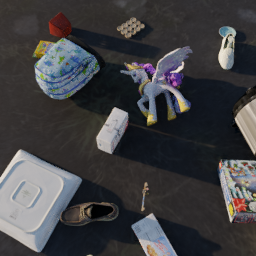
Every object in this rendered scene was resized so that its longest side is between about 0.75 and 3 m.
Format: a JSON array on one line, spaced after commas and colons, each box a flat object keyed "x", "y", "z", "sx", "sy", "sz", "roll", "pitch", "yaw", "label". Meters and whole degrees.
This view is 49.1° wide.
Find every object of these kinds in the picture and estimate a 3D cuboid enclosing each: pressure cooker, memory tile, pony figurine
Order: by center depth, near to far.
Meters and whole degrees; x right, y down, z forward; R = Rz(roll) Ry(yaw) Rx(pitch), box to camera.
[{"x": 4.865, "y": -0.409, "z": 9.472, "sx": 2.198, "sy": 2.232, "sz": 2.499, "roll": -17, "pitch": 63, "yaw": -6, "label": "pressure cooker"}, {"x": 1.277, "y": -1.654, "z": 10.503, "sx": 2.564, "sy": 2.212, "sz": 2.656, "roll": -21, "pitch": 78, "yaw": -1, "label": "pony figurine"}, {"x": 0.144, "y": -4.663, "z": 13.034, "sx": 1.131, "sy": 0.095, "sz": 0.867, "roll": -39, "pitch": 68, "yaw": -20, "label": "memory tile"}]

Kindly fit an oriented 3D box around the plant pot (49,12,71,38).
[{"x": -2.997, "y": -4.545, "z": 12.623, "sx": 0.703, "sy": 0.798, "sz": 0.798, "roll": 37, "pitch": 67, "yaw": 6, "label": "plant pot"}]

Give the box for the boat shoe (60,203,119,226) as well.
[{"x": -1.214, "y": 2.593, "z": 8.713, "sx": 1.825, "sy": 0.669, "sz": 0.680, "roll": -9, "pitch": 62, "yaw": -5, "label": "boat shoe"}]

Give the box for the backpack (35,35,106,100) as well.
[{"x": -2.426, "y": -2.330, "z": 10.955, "sx": 2.046, "sy": 1.928, "sz": 2.508, "roll": 37, "pitch": 85, "yaw": 15, "label": "backpack"}]

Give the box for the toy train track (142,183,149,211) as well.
[{"x": 0.488, "y": 1.906, "z": 7.752, "sx": 0.124, "sy": 0.436, "sz": 0.760, "roll": 7, "pitch": 87, "yaw": 14, "label": "toy train track"}]

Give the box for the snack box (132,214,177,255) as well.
[{"x": 0.958, "y": 3.704, "z": 8.335, "sx": 0.770, "sy": 0.260, "sz": 2.142, "roll": -26, "pitch": 64, "yaw": -13, "label": "snack box"}]

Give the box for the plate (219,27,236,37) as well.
[{"x": 4.563, "y": -4.368, "z": 12.870, "sx": 0.754, "sy": 0.096, "sz": 0.754, "roll": 0, "pitch": 60, "yaw": 0, "label": "plate"}]

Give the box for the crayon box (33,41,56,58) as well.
[{"x": -3.509, "y": -3.384, "z": 12.205, "sx": 1.202, "sy": 0.310, "sz": 0.756, "roll": 9, "pitch": 61, "yaw": 5, "label": "crayon box"}]

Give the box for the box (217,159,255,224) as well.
[{"x": 4.527, "y": 1.961, "z": 8.748, "sx": 2.996, "sy": 0.597, "sz": 2.051, "roll": 2, "pitch": 42, "yaw": 1, "label": "box"}]

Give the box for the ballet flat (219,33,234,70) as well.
[{"x": 4.295, "y": -3.367, "z": 12.035, "sx": 0.637, "sy": 0.637, "sz": 1.836, "roll": 12, "pitch": 62, "yaw": 6, "label": "ballet flat"}]

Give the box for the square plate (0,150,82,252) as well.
[{"x": -3.245, "y": 2.201, "z": 9.112, "sx": 2.598, "sy": 0.370, "sz": 2.574, "roll": 23, "pitch": 63, "yaw": 12, "label": "square plate"}]

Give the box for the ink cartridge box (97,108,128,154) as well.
[{"x": -0.524, "y": 0.116, "z": 9.900, "sx": 0.553, "sy": 0.979, "sz": 1.336, "roll": 24, "pitch": 65, "yaw": 11, "label": "ink cartridge box"}]
